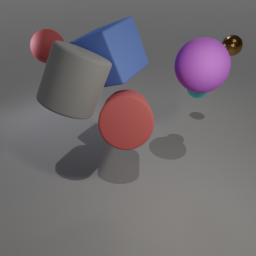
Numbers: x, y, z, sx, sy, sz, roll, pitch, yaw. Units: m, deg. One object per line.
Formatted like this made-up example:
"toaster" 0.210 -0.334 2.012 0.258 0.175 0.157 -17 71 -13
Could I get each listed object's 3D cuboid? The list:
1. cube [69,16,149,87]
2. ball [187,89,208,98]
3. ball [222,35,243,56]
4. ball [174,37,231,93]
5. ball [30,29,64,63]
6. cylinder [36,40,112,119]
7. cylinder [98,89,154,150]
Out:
"cube" -0.519 -2.053 7.797 1.400 1.400 1.400 -2 31 39
"ball" 2.190 -1.277 8.748 0.700 0.700 0.700 0 30 0
"ball" 3.587 -2.843 9.655 0.700 0.700 0.700 0 30 0
"ball" 1.909 -1.612 7.236 1.400 1.400 1.400 0 30 0
"ball" -3.331 -3.398 11.685 1.400 1.400 1.400 0 30 0
"cylinder" -1.269 -1.124 6.585 1.400 1.400 1.400 21 18 -7
"cylinder" -0.045 -0.273 7.595 1.400 1.400 1.400 0 14 0
